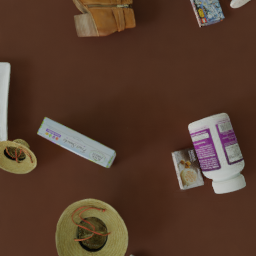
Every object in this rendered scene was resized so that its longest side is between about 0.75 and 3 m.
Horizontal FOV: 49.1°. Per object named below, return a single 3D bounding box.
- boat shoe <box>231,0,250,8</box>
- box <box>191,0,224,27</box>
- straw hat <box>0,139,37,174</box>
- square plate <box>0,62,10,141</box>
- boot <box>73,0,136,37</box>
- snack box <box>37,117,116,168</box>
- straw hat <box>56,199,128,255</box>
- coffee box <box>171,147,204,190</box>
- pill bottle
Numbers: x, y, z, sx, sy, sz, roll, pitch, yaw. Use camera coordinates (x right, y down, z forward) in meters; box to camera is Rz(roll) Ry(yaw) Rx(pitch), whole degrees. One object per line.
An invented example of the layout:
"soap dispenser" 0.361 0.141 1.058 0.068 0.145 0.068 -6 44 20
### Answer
"boat shoe" 3.309 -3.799 8.049 0.927 0.334 0.317 -32 63 3
"box" 2.258 -3.479 8.049 0.692 0.202 1.011 -16 84 -2
"straw hat" -2.918 0.599 7.374 1.303 1.303 0.551 9 42 1
"square plate" -4.399 -0.597 7.642 2.395 0.341 2.373 0 83 0
"boot" -0.723 -3.641 7.754 1.680 0.830 2.164 -10 83 -1
"snack box" -1.207 0.414 7.035 1.826 1.299 0.484 26 83 2
"straw hat" -0.878 2.588 7.028 1.847 0.782 1.847 0 91 -4
"coffee box" 1.569 1.060 7.414 0.572 0.399 1.000 -12 83 -1
"pill bottle" 2.308 0.645 7.146 1.052 1.052 1.874 -16 84 -2
